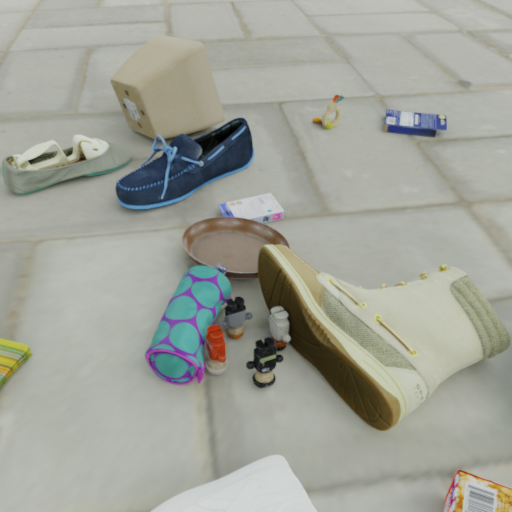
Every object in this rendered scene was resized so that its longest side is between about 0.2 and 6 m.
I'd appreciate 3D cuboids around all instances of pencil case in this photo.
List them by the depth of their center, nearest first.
[{"bbox_3d":[-0.819,0.847,7.246,0.769,0.708,1.664,22,41,-2],"label":"pencil case"}]

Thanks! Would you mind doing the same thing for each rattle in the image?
[{"bbox_3d":[1.577,-3.232,12.240,0.526,0.808,0.577,-13,41,-15],"label":"rattle"}]

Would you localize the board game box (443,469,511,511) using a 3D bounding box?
[{"bbox_3d":[2.760,3.124,4.500,2.590,0.600,1.962,15,41,18],"label":"board game box"}]

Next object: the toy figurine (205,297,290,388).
[{"bbox_3d":[-0.091,1.082,7.035,1.004,0.698,0.988,10,34,15],"label":"toy figurine"}]

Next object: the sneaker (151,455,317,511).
[{"bbox_3d":[-0.263,2.669,4.977,1.983,0.731,1.146,-20,40,-25],"label":"sneaker"}]

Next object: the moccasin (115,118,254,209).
[{"bbox_3d":[-1.334,-1.830,10.330,1.187,1.006,2.951,31,48,32],"label":"moccasin"}]

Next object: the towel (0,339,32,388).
[{"bbox_3d":[-3.733,1.843,6.456,1.033,0.217,2.401,9,40,19],"label":"towel"}]

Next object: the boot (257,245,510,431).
[{"bbox_3d":[1.539,0.607,7.296,2.230,1.039,2.884,-23,50,-24],"label":"boot"}]

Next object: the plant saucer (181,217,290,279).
[{"bbox_3d":[-0.318,-0.107,8.605,1.675,0.269,1.675,7,30,-4],"label":"plant saucer"}]

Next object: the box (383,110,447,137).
[{"bbox_3d":[3.500,-2.911,12.310,1.328,0.215,0.804,8,40,12],"label":"box"}]

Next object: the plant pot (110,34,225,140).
[{"bbox_3d":[-1.955,-3.404,11.750,1.552,1.751,1.754,-38,44,-24],"label":"plant pot"}]

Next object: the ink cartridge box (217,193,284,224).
[{"bbox_3d":[-0.097,-0.762,9.654,1.018,0.214,0.608,-12,41,-18],"label":"ink cartridge box"}]

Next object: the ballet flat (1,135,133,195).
[{"bbox_3d":[-3.491,-1.845,10.529,2.482,0.791,0.836,-23,46,-26],"label":"ballet flat"}]
